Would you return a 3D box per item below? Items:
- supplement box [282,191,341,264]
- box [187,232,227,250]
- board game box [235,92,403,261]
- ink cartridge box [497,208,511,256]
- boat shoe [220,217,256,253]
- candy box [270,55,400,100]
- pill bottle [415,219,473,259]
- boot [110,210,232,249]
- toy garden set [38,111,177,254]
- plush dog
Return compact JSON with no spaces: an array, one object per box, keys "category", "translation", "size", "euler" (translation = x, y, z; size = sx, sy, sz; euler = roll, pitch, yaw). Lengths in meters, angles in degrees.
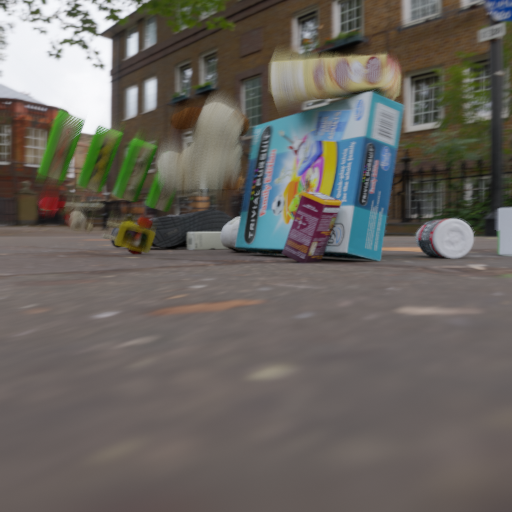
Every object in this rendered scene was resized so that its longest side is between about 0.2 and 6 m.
[{"category":"supplement box","translation":[0.761,-0.385,7.654],"size":[0.392,0.916,0.505],"euler":[27,18,30]},{"category":"box","translation":[-1.006,-0.361,13.415],"size":[1.242,0.425,0.510],"euler":[-1,3,-27]},{"category":"board game box","translation":[0.857,-1.148,9.061],"size":[0.711,2.287,3.030],"euler":[12,-4,-32]},{"category":"ink cartridge box","translation":[4.725,-0.432,10.168],"size":[0.493,0.854,1.169],"euler":[1,2,31]},{"category":"boat shoe","translation":[-0.283,-0.506,12.130],"size":[0.913,0.927,2.614],"euler":[3,9,6]},{"category":"candy box","translation":[1.186,-2.640,8.395],"size":[1.735,0.480,1.001],"euler":[6,10,24]},{"category":"pill bottle","translation":[3.041,-0.282,9.227],"size":[0.636,0.636,1.149],"euler":[0,2,-3]},{"category":"boot","translation":[-2.059,-0.644,14.189],"size":[2.858,0.997,1.881],"euler":[2,-3,-43]},{"category":"toy garden set","translation":[-2.545,-1.116,9.844],"size":[2.418,2.016,0.483],"euler":[15,13,-35]},{"category":"plush dog","translation":[-0.734,-1.905,9.742],"size":[1.709,1.468,1.371],"euler":[-6,11,-41]}]
